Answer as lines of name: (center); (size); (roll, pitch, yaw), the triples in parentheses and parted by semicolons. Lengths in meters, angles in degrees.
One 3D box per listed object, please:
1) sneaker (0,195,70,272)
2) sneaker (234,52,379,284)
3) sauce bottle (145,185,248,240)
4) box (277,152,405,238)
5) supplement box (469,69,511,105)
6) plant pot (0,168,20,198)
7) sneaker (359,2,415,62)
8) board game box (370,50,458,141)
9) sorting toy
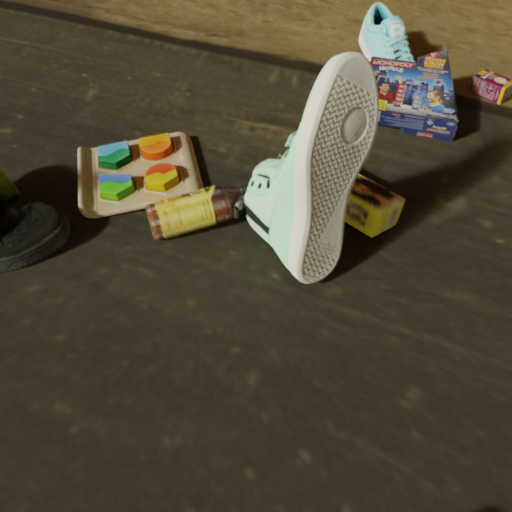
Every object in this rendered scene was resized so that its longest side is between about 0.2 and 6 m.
sneaker: (-4.977, -0.751, 8.170); (3.993, 2.082, 1.199); (-6, 47, -5)
sneaker: (0.541, -1.413, 8.074); (1.196, 3.250, 1.917); (-10, 35, -33)
sauce bottle: (-0.790, -0.798, 9.170); (1.977, 0.653, 0.653); (-16, 48, -12)
box: (1.367, -1.146, 9.526); (2.172, 0.544, 0.817); (34, 40, 29)
supplement box: (5.143, -3.681, 12.172); (0.506, 0.399, 0.773); (-34, 55, -28)
plant pot: (-4.646, -1.146, 9.516); (0.836, 0.881, 0.881); (-40, 57, -19)
sneaker: (3.011, -4.722, 12.600); (0.984, 1.091, 2.662); (-15, 55, -10)
board game box: (3.213, -3.410, 11.467); (1.961, 0.605, 1.960); (13, 61, 13)
sorting toy: (-2.124, -1.573, 10.140); (2.153, 0.393, 1.993); (-9, 47, -9)
